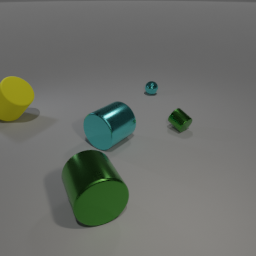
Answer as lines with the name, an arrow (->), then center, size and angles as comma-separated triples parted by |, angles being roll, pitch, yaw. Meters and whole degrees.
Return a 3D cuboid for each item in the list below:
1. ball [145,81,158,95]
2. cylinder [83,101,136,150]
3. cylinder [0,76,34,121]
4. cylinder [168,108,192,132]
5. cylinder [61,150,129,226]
ball -> 1.235, -2.106, 14.690 | 0.700, 0.700, 0.700 | 0, 28, 0
cylinder -> -0.653, -0.107, 10.190 | 1.400, 1.400, 1.400 | 19, 33, 32
cylinder -> -4.874, -1.201, 11.726 | 1.400, 1.400, 1.400 | -35, 5, 37
cylinder -> 2.072, -0.314, 11.135 | 0.700, 0.700, 0.700 | -23, 57, -37
cylinder -> -0.869, 1.488, 7.175 | 1.400, 1.400, 1.400 | -11, 30, -21
